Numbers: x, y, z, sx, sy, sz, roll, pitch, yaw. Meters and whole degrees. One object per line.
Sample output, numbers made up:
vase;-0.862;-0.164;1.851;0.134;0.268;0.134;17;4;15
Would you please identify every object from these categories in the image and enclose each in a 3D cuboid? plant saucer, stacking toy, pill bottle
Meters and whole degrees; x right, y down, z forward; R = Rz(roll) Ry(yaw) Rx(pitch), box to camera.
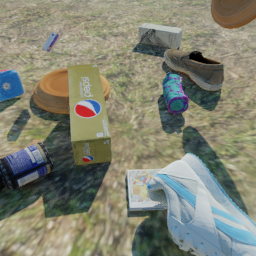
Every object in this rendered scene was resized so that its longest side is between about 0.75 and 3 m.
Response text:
plant saucer;3.133;-3.826;7.701;0.344;2.130;2.130;13;29;-32
stacking toy;-3.990;-1.516;8.923;0.922;0.872;1.588;-22;31;-22
plant saucer;-1.767;-1.304;8.797;2.419;0.453;2.419;0;37;0
pill bottle;-2.251;0.840;5.812;1.238;0.692;0.692;-24;44;-29

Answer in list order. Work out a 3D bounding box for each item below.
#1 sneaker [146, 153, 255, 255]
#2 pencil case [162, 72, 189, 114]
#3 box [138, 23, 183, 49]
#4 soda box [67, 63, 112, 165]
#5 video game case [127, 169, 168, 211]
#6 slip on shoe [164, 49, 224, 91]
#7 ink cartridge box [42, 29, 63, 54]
sneaker;1.351;1.718;4.525;1.148;1.087;2.842;-30;45;-7
pencil case;1.393;-1.047;8.287;0.677;0.623;1.464;-35;31;25
box;1.369;-3.950;11.999;1.795;0.737;0.614;17;41;22
soda box;-0.989;-0.453;6.939;0.859;0.909;2.684;-7;49;-8
video game case;0.457;1.241;5.767;0.913;0.115;1.003;-2;38;-3
slip on shoe;2.248;-2.313;9.741;1.097;0.874;2.885;-14;40;-17
ink cartridge box;-2.227;-2.598;8.331;0.165;0.760;0.753;35;2;-10
